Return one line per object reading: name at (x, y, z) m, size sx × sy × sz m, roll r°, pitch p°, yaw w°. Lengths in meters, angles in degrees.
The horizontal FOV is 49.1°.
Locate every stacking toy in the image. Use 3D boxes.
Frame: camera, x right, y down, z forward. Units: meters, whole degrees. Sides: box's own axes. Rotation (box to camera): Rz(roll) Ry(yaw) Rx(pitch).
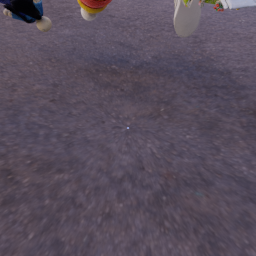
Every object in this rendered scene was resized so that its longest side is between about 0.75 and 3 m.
stacking toy at (-1.078, -4.206, 8.826) m, size 1.738 × 2.379 × 1.738 m, roll 5°, pitch 69°, yaw -14°

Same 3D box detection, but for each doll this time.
doll at (-3.026, -3.353, 7.603) m, size 1.487 × 2.180 × 0.528 m, roll -7°, pitch 68°, yaw 41°

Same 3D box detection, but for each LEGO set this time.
LEGO set at (1.652, -2.884, 6.083) m, size 1.689 × 0.777 × 0.629 m, roll 32°, pitch 65°, yaw -18°

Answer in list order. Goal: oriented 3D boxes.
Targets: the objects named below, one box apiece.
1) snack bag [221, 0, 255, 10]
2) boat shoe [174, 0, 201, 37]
snack bag at (2.245, -3.210, 5.838) m, size 1.734 × 0.186 × 1.635 m, roll -21°, pitch 84°, yaw -34°
boat shoe at (1.724, -3.849, 8.305) m, size 0.802 × 2.230 × 0.733 m, roll -4°, pitch 46°, yaw 9°
